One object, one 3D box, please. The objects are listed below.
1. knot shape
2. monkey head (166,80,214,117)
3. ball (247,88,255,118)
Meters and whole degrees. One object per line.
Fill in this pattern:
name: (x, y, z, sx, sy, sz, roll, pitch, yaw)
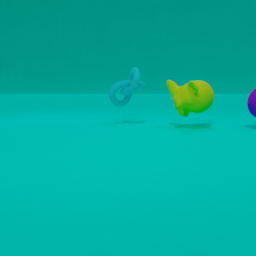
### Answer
knot shape: (-0.053, -1.293, 9.370, 1.334, 0.659, 1.425, -42, -7, -7)
monkey head: (1.889, -1.073, 8.480, 1.176, 1.404, 1.952, -34, -18, 23)
ball: (4.086, -0.750, 8.258, 1.060, 1.060, 1.060, 0, 8, 0)
